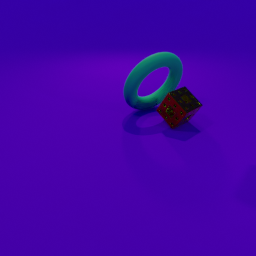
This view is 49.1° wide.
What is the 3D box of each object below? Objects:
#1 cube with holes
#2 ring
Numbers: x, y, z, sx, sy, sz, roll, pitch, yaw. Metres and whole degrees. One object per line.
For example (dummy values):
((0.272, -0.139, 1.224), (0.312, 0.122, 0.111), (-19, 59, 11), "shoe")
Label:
((1.417, -0.560, 7.774), (0.753, 0.753, 0.753), (-25, 68, -38), "cube with holes")
((0.762, -1.342, 8.305), (2.006, 2.006, 0.401), (-17, 54, -29), "ring")
